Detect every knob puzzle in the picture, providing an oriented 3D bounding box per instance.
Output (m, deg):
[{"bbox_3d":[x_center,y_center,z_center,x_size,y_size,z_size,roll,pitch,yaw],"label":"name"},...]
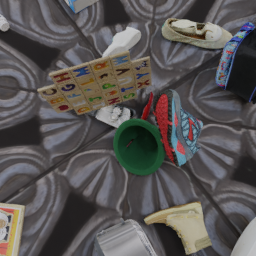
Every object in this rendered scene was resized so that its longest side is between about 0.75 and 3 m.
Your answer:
[{"bbox_3d":[-4.606,3.423,8.151,3.070,0.426,3.070,0,74,0],"label":"knob puzzle"}]

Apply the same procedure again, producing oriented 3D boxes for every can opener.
[{"bbox_3d":[-1.102,-0.731,9.261,2.691,0.894,0.708,23,101,9],"label":"can opener"}]

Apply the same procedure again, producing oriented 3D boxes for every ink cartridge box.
[{"bbox_3d":[-1.997,-5.385,10.602,1.208,0.704,1.671,-35,77,-10],"label":"ink cartridge box"}]

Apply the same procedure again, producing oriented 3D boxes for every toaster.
[{"bbox_3d":[0.039,3.551,7.677,1.329,1.169,2.057,-28,88,-10],"label":"toaster"}]

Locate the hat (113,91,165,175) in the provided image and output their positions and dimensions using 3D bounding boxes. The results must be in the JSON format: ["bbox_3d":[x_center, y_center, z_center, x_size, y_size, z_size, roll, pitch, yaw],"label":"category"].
[{"bbox_3d":[0.739,0.248,9.175,1.749,1.859,2.111,30,118,18],"label":"hat"}]

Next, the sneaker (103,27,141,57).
[{"bbox_3d":[-0.366,-2.996,10.025,0.762,0.648,1.722,39,71,24],"label":"sneaker"}]

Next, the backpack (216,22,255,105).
[{"bbox_3d":[4.176,-2.353,9.006,1.612,2.187,2.396,31,63,25],"label":"backpack"}]

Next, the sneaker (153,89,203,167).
[{"bbox_3d":[1.394,-0.111,7.452,1.125,2.356,0.934,-27,39,-13],"label":"sneaker"}]

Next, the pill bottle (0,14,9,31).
[{"bbox_3d":[-4.766,-3.949,10.300,0.792,0.473,0.473,43,78,11],"label":"pill bottle"}]

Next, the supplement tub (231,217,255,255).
[{"bbox_3d":[4.296,3.820,7.047,2.941,2.127,2.127,32,76,18],"label":"supplement tub"}]

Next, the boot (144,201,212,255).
[{"bbox_3d":[1.457,2.999,8.183,1.759,0.640,1.367,-12,74,-7],"label":"boot"}]

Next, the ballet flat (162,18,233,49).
[{"bbox_3d":[2.506,-3.384,9.956,2.606,0.812,0.879,6,75,2],"label":"ballet flat"}]

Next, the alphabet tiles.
[{"bbox_3d":[-0.777,-1.105,7.628,2.929,2.437,0.093,-16,70,0],"label":"alphabet tiles"}]
